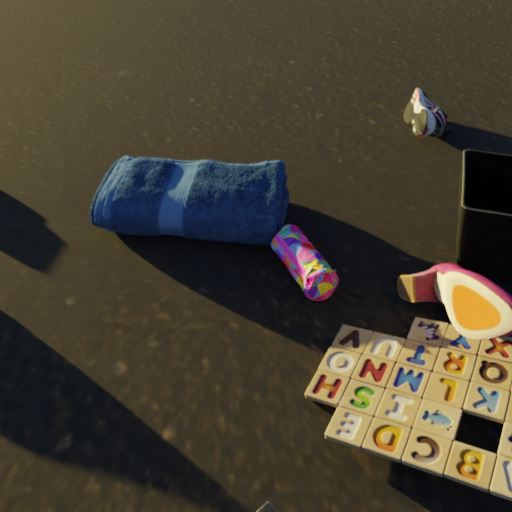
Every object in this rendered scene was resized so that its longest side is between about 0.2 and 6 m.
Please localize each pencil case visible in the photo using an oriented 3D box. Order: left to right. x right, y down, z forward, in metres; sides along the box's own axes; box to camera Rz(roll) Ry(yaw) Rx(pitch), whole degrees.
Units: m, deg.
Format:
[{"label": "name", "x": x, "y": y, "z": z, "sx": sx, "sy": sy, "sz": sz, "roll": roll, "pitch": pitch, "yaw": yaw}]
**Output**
[{"label": "pencil case", "x": 0.813, "y": 0.099, "z": 9.612, "sx": 0.681, "sy": 0.681, "sz": 1.540, "roll": -16, "pitch": 40, "yaw": -17}]

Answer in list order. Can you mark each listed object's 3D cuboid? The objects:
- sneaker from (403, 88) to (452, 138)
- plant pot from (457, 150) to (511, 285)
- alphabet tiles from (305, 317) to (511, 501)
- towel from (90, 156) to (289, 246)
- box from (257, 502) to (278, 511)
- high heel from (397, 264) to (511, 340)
[{"label": "sneaker", "x": 4.232, "y": -3.390, "z": 13.757, "sx": 0.846, "sy": 0.787, "sz": 1.959, "roll": 15, "pitch": 42, "yaw": -11}, {"label": "plant pot", "x": 4.319, "y": -0.533, "z": 9.601, "sx": 1.865, "sy": 1.659, "sz": 1.870, "roll": 11, "pitch": 41, "yaw": 13}, {"label": "alphabet tiles", "x": 2.356, "y": 1.787, "z": 7.683, "sx": 3.058, "sy": 0.115, "sz": 2.556, "roll": 11, "pitch": 41, "yaw": 27}, {"label": "towel", "x": -1.220, "y": -1.146, "z": 10.892, "sx": 3.649, "sy": 0.886, "sz": 2.037, "roll": 6, "pitch": 42, "yaw": 6}, {"label": "box", "x": -0.044, "y": 3.255, "z": 5.718, "sx": 1.001, "sy": 1.009, "sz": 0.622, "roll": -30, "pitch": 49, "yaw": -31}, {"label": "high heel", "x": 3.260, "y": 0.592, "z": 8.172, "sx": 1.306, "sy": 0.917, "sz": 2.724, "roll": -6, "pitch": 2, "yaw": -13}]
